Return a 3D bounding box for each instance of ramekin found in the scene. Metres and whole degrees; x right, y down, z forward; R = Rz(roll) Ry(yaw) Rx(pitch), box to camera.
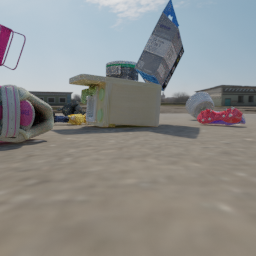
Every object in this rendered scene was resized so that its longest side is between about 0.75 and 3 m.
[{"bbox_3d":[4.058,-1.171,15.588,1.561,1.561,0.727,-1,38,-16],"label":"ramekin"}]

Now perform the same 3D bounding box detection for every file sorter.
[{"bbox_3d":[-4.258,-2.643,8.428,1.160,1.285,1.850,25,8,33],"label":"file sorter"}]

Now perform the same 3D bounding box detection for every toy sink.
[{"bbox_3d":[-0.494,-0.757,8.886,2.587,1.449,1.686,4,1,-27],"label":"toy sink"}]

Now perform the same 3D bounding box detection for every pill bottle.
[{"bbox_3d":[-0.259,-1.598,12.593,1.488,2.632,1.488,0,4,0],"label":"pill bottle"}]

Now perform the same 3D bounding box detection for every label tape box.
[{"bbox_3d":[1.535,-3.148,11.090,0.970,2.936,2.103,29,1,19],"label":"label tape box"}]

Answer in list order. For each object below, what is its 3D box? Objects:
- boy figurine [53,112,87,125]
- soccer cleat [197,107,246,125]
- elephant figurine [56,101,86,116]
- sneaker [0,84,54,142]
[{"bbox_3d":[-1.962,-0.371,10.195,1.611,0.519,1.001,-3,2,-14],"label":"boy figurine"},{"bbox_3d":[3.158,-0.310,9.683,0.702,0.612,1.835,35,-20,-23],"label":"soccer cleat"},{"bbox_3d":[-2.646,-0.733,14.043,1.050,1.151,1.484,-43,-7,-3],"label":"elephant figurine"},{"bbox_3d":[-2.067,-0.266,4.215,1.115,1.028,2.528,-1,3,22],"label":"sneaker"}]
